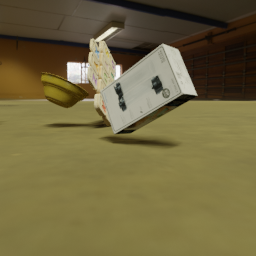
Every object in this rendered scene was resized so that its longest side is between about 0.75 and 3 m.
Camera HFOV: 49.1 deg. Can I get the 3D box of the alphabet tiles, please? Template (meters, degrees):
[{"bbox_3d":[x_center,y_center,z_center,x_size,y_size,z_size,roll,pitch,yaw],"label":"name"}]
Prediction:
[{"bbox_3d":[-0.593,-1.233,7.632,0.162,2.220,2.171,-7,-29,13],"label":"alphabet tiles"}]

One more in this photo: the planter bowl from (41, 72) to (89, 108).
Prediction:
[{"bbox_3d":[-1.697,-0.860,7.132,1.318,0.549,1.318,21,-8,3],"label":"planter bowl"}]

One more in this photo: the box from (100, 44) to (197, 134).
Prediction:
[{"bbox_3d":[0.267,-0.564,4.558,1.479,0.863,0.445,-31,-18,37],"label":"box"}]
